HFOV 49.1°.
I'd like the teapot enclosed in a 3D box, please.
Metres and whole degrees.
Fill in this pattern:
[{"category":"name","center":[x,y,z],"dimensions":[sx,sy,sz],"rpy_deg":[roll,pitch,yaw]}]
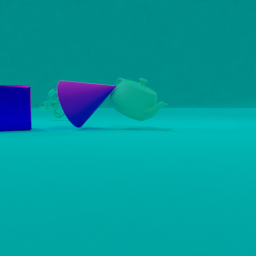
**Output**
[{"category":"teapot","center":[0.250,-0.782,7.251],"dimensions":[1.265,0.996,2.034],"rpy_deg":[9,24,-42]}]

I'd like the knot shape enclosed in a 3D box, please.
[{"category":"knot shape","center":[-3.109,-0.978,11.505],"dimensions":[1.154,1.233,0.570],"rpy_deg":[-11,-22,1]}]

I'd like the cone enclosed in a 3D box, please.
[{"category":"cone","center":[-0.896,-0.832,7.190],"dimensions":[1.314,1.309,1.309],"rpy_deg":[-20,0,12]}]

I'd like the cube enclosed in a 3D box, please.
[{"category":"cube","center":[-3.010,-0.488,6.881],"dimensions":[1.064,1.064,1.064],"rpy_deg":[-3,5,-28]}]
